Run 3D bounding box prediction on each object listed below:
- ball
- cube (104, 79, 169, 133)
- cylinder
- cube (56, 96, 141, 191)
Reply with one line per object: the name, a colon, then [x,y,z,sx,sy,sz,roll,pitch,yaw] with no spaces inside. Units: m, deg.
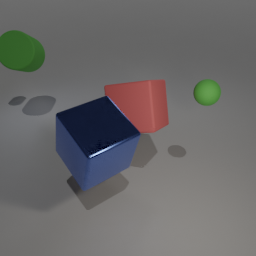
ball: [2.080,-0.932,7.368,0.700,0.700,0.700,0,31,0]
cube: [0.295,-0.645,8.243,1.400,1.400,1.400,-2,9,25]
cylinder: [-4.039,-2.872,10.667,1.400,1.400,1.400,0,8,-1]
cube: [-0.767,0.342,6.646,1.400,1.400,1.400,-24,59,-31]
